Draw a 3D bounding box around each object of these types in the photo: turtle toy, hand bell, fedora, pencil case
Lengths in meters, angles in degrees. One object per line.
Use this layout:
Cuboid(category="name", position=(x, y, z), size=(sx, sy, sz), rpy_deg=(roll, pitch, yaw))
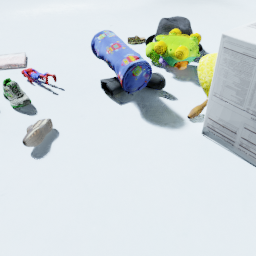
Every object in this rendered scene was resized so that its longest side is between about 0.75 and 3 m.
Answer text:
Cuboid(category="turtle toy", position=(1.775, -3.122, 11.355), size=(2.397, 1.212, 1.747), rpy_deg=(21, 48, 27))
Cuboid(category="hand bell", position=(2.499, -0.792, 8.864), size=(1.748, 0.910, 0.910), rpy_deg=(-38, 50, -23))
Cuboid(category="fedora", position=(2.127, -4.308, 12.853), size=(2.879, 1.315, 2.879), rpy_deg=(0, 37, 0))
Cuboid(category="pencil case", position=(-0.249, -2.281, 9.512), size=(1.119, 1.246, 2.869), rpy_deg=(-34, 49, -3))

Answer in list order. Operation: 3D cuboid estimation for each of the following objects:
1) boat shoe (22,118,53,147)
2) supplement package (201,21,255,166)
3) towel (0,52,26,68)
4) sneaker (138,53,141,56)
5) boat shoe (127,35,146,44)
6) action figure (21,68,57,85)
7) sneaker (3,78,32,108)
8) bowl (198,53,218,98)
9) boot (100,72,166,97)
Cuboid(category="boat shoe", position=(-2.568, 0.137, 7.801), size=(0.459, 0.466, 1.251), rpy_deg=(2, 28, 18))
Cuboid(category="supplement package", position=(3.578, -0.898, 7.025), size=(2.221, 2.926, 2.204), rpy_deg=(-27, 45, -31))
Cuboid(category="towel", position=(-5.012, -2.873, 11.890), size=(1.296, 0.209, 1.237), rpy_deg=(-8, 38, -9))
Cuboid(category="sneaker", position=(-0.241, -3.440, 12.168), size=(1.749, 0.766, 0.651), rpy_deg=(20, 41, 24))
Cuboid(category="boat shoe", position=(0.434, -4.375, 13.766), size=(0.988, 0.319, 0.352), rpy_deg=(-16, 40, -20))
Cuboid(category="action figure", position=(-3.452, -1.953, 10.498), size=(1.814, 0.469, 0.594), rpy_deg=(22, 37, 33))
Cuboid(category="sneaker", position=(-3.752, -1.151, 9.243), size=(1.576, 0.671, 0.615), rpy_deg=(32, 47, 34))
Cuboid(category="bowl", position=(3.167, -1.654, 8.810), size=(1.820, 1.820, 0.979), rpy_deg=(-36, 7, -38))
Cuboid(category="boot", position=(0.159, -1.526, 9.735), size=(1.856, 0.609, 1.529), rpy_deg=(-18, 28, -29))
